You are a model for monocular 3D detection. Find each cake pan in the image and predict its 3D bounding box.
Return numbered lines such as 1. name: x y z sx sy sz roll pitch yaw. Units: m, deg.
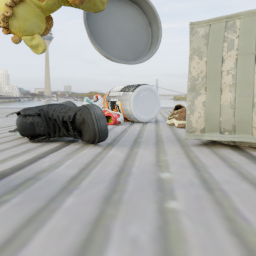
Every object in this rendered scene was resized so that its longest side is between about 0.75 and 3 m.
1. cake pan: -0.178 -3.227 8.874 2.684 2.684 0.492 -2 -6 -24

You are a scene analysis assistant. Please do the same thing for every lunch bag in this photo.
1. lunch bag: 2.396 -0.746 4.591 2.630 2.157 1.546 3 1 36

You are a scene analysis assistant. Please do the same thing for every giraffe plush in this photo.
1. giraffe plush: -2.136 -3.044 6.738 2.346 2.205 2.719 43 18 25

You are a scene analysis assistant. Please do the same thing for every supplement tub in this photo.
1. supplement tub: 0.042 -0.963 10.864 1.425 1.425 2.326 -3 6 -32

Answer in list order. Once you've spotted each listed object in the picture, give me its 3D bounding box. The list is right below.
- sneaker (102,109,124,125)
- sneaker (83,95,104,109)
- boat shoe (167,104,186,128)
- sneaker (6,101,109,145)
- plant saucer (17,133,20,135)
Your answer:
1. sneaker: -0.761 -0.362 9.479 0.579 0.525 1.364 -12 12 -43
2. sneaker: -1.217 -1.112 14.033 2.388 1.116 0.841 -5 7 -40
3. boat shoe: 1.690 -0.421 8.929 0.702 0.704 1.902 -1 5 -6
4. sneaker: -1.451 -0.062 5.291 1.303 0.750 2.498 -16 18 -28
5. plant saucer: -1.671 -0.071 7.055 2.096 0.377 2.096 0 6 0
